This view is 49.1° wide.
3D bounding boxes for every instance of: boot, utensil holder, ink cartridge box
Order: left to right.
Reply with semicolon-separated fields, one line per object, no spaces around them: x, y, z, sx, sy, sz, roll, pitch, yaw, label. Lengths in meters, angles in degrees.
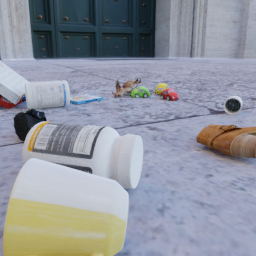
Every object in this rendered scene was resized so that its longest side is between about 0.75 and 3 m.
-5.561;-2.169;12.455;2.302;0.544;1.842;36;19;-15;ink cartridge box
4.277;-0.951;11.375;0.687;0.687;0.808;8;17;23;utensil holder
3.107;0.231;7.724;2.173;0.833;1.687;-24;24;-37;boot

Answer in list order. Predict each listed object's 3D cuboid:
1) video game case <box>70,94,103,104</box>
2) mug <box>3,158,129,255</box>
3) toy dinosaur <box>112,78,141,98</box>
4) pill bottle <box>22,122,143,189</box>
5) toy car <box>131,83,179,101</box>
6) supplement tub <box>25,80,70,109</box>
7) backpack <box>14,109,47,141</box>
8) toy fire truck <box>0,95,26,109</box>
-2.178;-1.424;13.694;1.163;0.145;1.624;15;22;40;video game case
-0.748;1.334;3.753;1.393;1.697;1.359;8;-15;-4;mug
-0.029;-2.228;15.178;1.439;0.911;2.123;-4;11;10;toy dinosaur
-0.859;0.562;5.633;2.177;1.267;1.267;5;18;15;pill bottle
1.285;-1.906;14.539;2.303;0.546;2.447;-2;19;-5;toy car
-3.491;-1.457;12.147;1.755;1.158;1.158;-7;19;-22;supplement tub
-2.941;-0.141;8.501;0.735;0.969;1.161;-2;11;9;backpack
-5.764;-1.592;12.910;1.913;1.277;2.278;26;16;-4;toy fire truck
